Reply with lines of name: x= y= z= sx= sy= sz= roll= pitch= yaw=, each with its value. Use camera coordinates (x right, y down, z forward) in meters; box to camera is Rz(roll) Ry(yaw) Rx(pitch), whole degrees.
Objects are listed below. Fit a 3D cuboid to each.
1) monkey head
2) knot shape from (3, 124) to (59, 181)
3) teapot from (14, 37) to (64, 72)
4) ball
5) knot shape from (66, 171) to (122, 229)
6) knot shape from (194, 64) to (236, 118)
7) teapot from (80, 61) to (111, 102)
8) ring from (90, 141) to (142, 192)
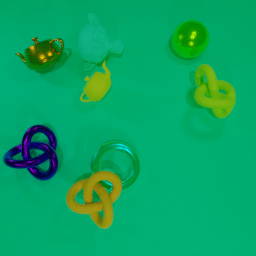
monkey head: x=-0.858 y=-2.511 z=8.400 sx=1.245 sy=1.730 sz=1.043 roll=-5 pitch=21 yaw=-35
knot shape: x=-2.414 y=0.572 z=7.418 sx=1.476 sy=0.682 sz=1.382 roll=19 pitch=67 yaw=1
teapot: x=-2.642 y=-2.254 z=8.414 sx=1.856 sy=0.909 sz=1.154 roll=-12 pitch=24 yaw=26
ball: x=1.939 y=-2.752 z=8.696 sx=1.153 sy=1.153 sz=1.153 roll=0 pitch=66 yaw=0
knot shape: x=-0.706 y=1.701 z=6.452 sx=1.320 sy=0.610 sz=1.235 roll=-23 pitch=79 yaw=11
knot shape: x=2.325 y=-1.053 z=7.712 sx=0.748 sy=1.618 sz=1.514 roll=-39 pitch=70 yaw=31
teapot: x=-0.894 y=-1.258 z=7.968 sx=0.689 sy=1.406 sz=0.874 roll=35 pitch=25 yaw=-16
ring: x=-0.304 y=1.008 z=7.336 sx=1.355 sy=0.271 sz=1.355 roll=3 pitch=73 yaw=-11
